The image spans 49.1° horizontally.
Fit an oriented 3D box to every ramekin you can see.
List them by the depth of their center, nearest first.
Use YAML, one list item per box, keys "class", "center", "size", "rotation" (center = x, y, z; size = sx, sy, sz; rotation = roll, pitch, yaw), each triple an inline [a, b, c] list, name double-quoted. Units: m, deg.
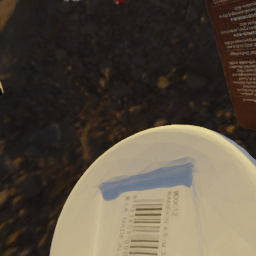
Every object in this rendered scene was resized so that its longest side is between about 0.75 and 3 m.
- class: "ramekin"
  center: [0.463, 1.329, 3.113]
  size: [2.826, 1.378, 2.826]
  rotation: [-23, 45, 25]

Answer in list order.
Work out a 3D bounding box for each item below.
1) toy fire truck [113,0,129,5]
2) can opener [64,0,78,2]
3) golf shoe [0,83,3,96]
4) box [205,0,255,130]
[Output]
- class: "toy fire truck"
  center: [0.102, -3.004, 5.236]
  size: [1.317, 0.321, 0.929]
  rotation: [-39, 116, -23]
- class: "can opener"
  center: [-1.801, -3.039, 4.976]
  size: [2.765, 0.728, 0.919]
  rotation: [2, 78, -44]
- class: "golf shoe"
  center: [-2.533, -0.722, 4.910]
  size: [0.379, 0.968, 0.471]
  rotation: [-28, 96, 18]
- class: "box"
  center: [2.069, -1.304, 4.120]
  size: [1.268, 2.532, 0.949]
  rotation: [-36, 28, -22]
